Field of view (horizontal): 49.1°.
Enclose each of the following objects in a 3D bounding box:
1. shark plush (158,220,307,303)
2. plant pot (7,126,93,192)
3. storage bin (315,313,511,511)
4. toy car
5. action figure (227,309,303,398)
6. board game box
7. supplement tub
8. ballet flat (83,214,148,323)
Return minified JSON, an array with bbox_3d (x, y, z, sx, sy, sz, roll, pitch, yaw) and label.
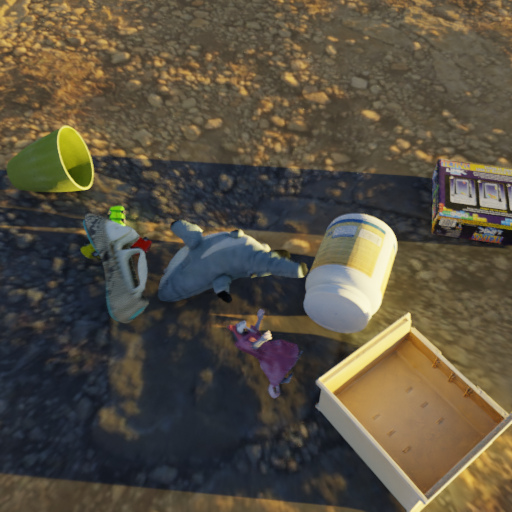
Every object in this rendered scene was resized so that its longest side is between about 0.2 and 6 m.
[{"bbox_3d":[-0.396,0.334,9.936,3.087,1.402,1.286,7,62,28],"label":"shark plush"},{"bbox_3d":[-4.544,-1.926,12.131,1.473,1.379,1.379,-14,51,11],"label":"plant pot"},{"bbox_3d":[2.459,2.376,8.756,2.212,1.044,2.228,-31,57,-22],"label":"storage bin"},{"bbox_3d":[-2.840,-0.466,11.486,1.388,0.310,1.306,-6,51,-6],"label":"toy car"},{"bbox_3d":[0.062,1.557,9.429,1.336,0.995,0.895,29,16,1],"label":"action figure"},{"bbox_3d":[4.857,-1.126,11.817,2.170,0.615,1.794,10,50,8],"label":"board game box"},{"bbox_3d":[1.696,0.307,10.173,1.364,1.364,1.886,17,53,13],"label":"supplement tub"},{"bbox_3d":[-2.501,0.047,10.473,0.925,0.833,2.457,-32,62,17],"label":"ballet flat"}]
